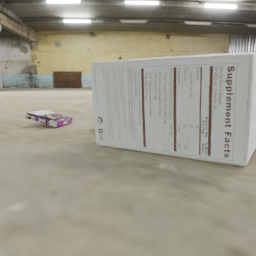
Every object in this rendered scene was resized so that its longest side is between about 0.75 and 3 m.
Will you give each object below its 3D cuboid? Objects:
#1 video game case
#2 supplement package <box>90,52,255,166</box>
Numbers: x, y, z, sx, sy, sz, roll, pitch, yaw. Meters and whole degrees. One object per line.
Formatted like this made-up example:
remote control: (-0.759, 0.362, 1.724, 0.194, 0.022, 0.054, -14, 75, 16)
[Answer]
video game case: (-2.341, -0.300, 8.450, 1.001, 0.198, 1.104, 16, 10, 9)
supplement package: (0.954, -0.506, 5.375, 2.905, 1.704, 1.698, 6, 15, 31)
